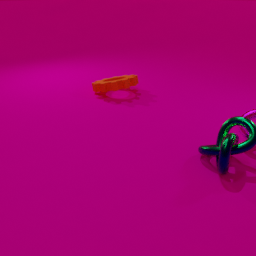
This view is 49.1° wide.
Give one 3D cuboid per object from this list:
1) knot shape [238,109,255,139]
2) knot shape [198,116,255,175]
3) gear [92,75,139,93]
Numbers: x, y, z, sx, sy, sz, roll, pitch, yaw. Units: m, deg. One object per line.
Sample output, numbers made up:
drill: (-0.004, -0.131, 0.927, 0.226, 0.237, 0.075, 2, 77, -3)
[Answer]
knot shape: (3.301, -0.099, 6.657, 1.336, 1.427, 0.660, -20, 2, -2)
knot shape: (2.098, 0.393, 6.129, 1.349, 0.623, 1.262, -49, 6, -21)
gear: (-0.467, -1.648, 10.297, 1.673, 0.309, 1.673, -9, 16, 3)
